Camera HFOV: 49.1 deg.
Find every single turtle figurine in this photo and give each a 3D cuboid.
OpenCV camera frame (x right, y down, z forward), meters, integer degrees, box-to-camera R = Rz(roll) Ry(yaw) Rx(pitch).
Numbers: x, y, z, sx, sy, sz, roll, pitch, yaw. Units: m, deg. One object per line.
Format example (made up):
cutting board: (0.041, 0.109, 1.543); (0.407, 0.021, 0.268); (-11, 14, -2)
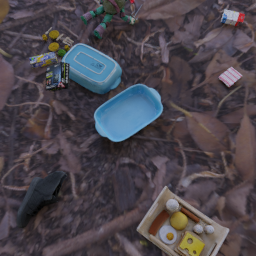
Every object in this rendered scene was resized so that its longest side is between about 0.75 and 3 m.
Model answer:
turtle figurine: (-0.692, -5.112, 12.048); (2.513, 1.265, 1.881); (-42, 74, -9)

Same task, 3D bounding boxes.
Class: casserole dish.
casserole dish: (-1.513, -2.489, 11.316); (2.707, 0.525, 1.640); (32, 71, 11)
casserole dish: (0.028, -0.518, 10.509); (2.716, 0.527, 1.645); (-34, 72, -12)

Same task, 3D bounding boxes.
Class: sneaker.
sneaker: (-2.830, 2.358, 9.287); (1.061, 0.611, 2.035); (11, 65, 9)

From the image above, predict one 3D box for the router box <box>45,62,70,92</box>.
router box: (-2.521, -1.806, 9.984); (0.361, 1.161, 0.870); (5, 85, -42)

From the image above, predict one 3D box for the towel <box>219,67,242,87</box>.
towel: (4.150, -2.068, 11.363); (0.827, 0.124, 0.605); (-37, 73, -16)

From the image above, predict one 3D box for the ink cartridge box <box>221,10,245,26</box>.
ink cartridge box: (4.633, -4.854, 12.379); (0.893, 0.300, 0.519); (17, 69, 7)

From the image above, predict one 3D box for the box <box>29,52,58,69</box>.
box: (-3.468, -2.790, 11.507); (1.046, 0.366, 0.336); (-15, 69, -6)

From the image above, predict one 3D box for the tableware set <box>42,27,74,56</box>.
tableware set: (-3.059, -3.642, 11.949); (1.401, 0.215, 0.944); (34, 74, 13)

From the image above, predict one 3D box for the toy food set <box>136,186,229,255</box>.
toy food set: (1.731, 3.221, 8.875); (2.405, 0.726, 1.726); (33, 72, 13)
